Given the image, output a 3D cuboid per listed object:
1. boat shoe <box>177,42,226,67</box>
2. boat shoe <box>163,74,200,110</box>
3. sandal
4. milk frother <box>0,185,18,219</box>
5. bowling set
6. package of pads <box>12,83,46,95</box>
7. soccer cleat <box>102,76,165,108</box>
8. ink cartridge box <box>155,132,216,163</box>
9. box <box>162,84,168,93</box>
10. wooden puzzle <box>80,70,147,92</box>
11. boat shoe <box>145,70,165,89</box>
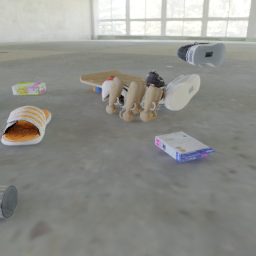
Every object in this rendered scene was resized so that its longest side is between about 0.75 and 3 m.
[{"bbox_3d":[2.727,-2.709,10.311,2.526,0.933,0.863,-20,34,-41],"label":"boat shoe"},{"bbox_3d":[1.900,-1.468,10.737,0.897,0.943,2.618,9,38,34],"label":"boat shoe"},{"bbox_3d":[-2.933,-0.302,8.203,1.075,0.804,2.806,-2,21,-5],"label":"sandal"},{"bbox_3d":[-2.370,0.978,4.756,0.882,0.937,0.846,2,17,4],"label":"milk frother"},{"bbox_3d":[0.547,-0.780,9.331,1.684,1.299,2.420,8,12,-36],"label":"bowling set"},{"bbox_3d":[-4.406,-1.753,12.488,1.235,0.421,0.954,0,20,2],"label":"package of pads"},{"bbox_3d":[0.238,-1.171,10.569,2.538,0.871,1.081,14,59,-6],"label":"soccer cleat"},{"bbox_3d":[1.373,0.481,6.916,0.843,0.296,1.412,-10,20,-23],"label":"ink cartridge box"},{"bbox_3d":[2.031,-1.644,12.352,1.244,0.333,2.053,3,20,8],"label":"box"},{"bbox_3d":[-0.453,-1.998,12.933,2.539,0.635,2.742,-19,33,-40],"label":"wooden puzzle"},{"bbox_3d":[1.182,-2.051,11.727,0.810,0.699,2.230,16,20,9],"label":"boat shoe"}]
